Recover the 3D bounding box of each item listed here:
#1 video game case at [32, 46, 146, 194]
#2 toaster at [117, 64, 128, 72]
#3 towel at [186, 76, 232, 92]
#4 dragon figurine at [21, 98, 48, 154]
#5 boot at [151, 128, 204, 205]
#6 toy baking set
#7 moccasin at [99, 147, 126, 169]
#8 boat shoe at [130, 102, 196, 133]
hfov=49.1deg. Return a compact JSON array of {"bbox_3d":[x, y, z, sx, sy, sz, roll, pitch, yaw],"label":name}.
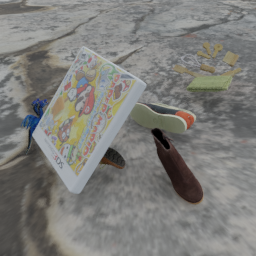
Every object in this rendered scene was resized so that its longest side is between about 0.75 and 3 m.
[{"bbox_3d":[-0.968,-0.294,5.754,0.277,2.420,2.202,24,12,-46],"label":"video game case"},{"bbox_3d":[-0.492,-1.529,9.063,0.918,0.603,1.016,-6,65,13],"label":"toaster"},{"bbox_3d":[2.569,-1.381,8.835,1.278,0.233,0.949,4,32,33],"label":"towel"},{"bbox_3d":[-2.292,-0.082,6.735,0.392,0.663,1.333,17,69,46],"label":"dragon figurine"},{"bbox_3d":[0.895,0.732,5.347,0.494,1.135,1.365,-32,48,1],"label":"boot"},{"bbox_3d":[2.847,-2.208,10.019,2.254,0.262,1.730,-31,65,-10],"label":"toy baking set"},{"bbox_3d":[-0.550,0.624,6.074,1.056,0.407,0.386,21,38,6],"label":"moccasin"},{"bbox_3d":[0.860,-0.356,7.524,1.921,0.684,0.601,17,39,37],"label":"boat shoe"}]
